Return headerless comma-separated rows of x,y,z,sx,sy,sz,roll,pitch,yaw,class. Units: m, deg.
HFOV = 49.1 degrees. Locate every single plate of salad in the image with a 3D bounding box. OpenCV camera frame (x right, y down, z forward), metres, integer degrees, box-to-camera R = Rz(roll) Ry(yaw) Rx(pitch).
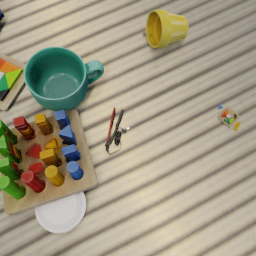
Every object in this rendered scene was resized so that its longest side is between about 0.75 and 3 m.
-1.752,2.032,7.334,1.355,0.325,1.355,-1,71,4,plate of salad

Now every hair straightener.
-0.305,0.105,8.013,0.540,0.287,1.404,12,71,4,hair straightener

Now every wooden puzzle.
-4.031,-1.540,8.557,1.756,0.327,1.625,24,73,8,wooden puzzle
2.986,-0.337,8.269,0.836,0.098,0.564,37,75,12,wooden puzzle

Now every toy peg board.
-2.270,0.613,7.183,2.387,1.172,2.397,-18,63,-6,toy peg board

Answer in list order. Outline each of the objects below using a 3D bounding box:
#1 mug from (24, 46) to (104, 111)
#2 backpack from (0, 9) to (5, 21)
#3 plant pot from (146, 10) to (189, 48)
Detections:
-1.802,-1.250,7.969,1.978,1.223,1.625,15,72,1,mug
-5.452,-3.065,8.099,2.202,2.274,2.709,10,75,11,backpack
1.256,-3.106,8.750,1.050,1.116,1.116,-11,71,-19,plant pot
